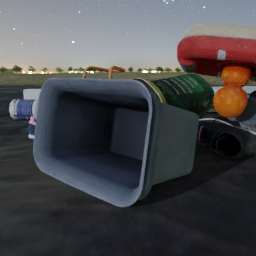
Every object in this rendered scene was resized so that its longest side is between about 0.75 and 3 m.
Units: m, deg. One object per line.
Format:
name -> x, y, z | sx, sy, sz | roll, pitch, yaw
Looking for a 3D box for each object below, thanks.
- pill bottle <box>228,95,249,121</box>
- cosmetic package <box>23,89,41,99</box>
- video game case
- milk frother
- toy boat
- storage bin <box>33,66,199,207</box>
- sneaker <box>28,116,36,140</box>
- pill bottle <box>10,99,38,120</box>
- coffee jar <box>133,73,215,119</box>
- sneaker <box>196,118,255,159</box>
pill bottle -> 4.230, -0.685, 9.580 | 1.579, 0.875, 0.875 | -2, 11, -9
cosmetic package -> -3.492, -1.210, 12.122 | 1.794, 0.965, 0.761 | 2, 11, 3
video game case -> 3.328, -1.023, 10.584 | 2.701, 0.297, 2.462 | -4, -11, -16
milk frother -> 2.677, -0.436, 5.925 | 0.904, 1.002, 0.942 | -30, -29, 18
toy boat -> 2.047, -0.950, 5.240 | 2.385, 1.559, 1.557 | 12, -1, 20
storage bin -> -0.127, -0.009, 4.472 | 2.435, 1.772, 1.635 | 10, 4, 42
sneaker -> -1.763, -0.063, 7.085 | 1.456, 0.597, 0.511 | -6, 12, -28
pill bottle -> -3.369, -0.642, 9.780 | 1.292, 0.717, 0.717 | 1, 11, 9
coffee jar -> 0.820, -0.526, 6.858 | 2.796, 1.458, 1.193 | -14, 55, -43
sneaker -> 1.777, 0.167, 5.766 | 0.871, 0.621, 1.756 | -3, 14, -45
